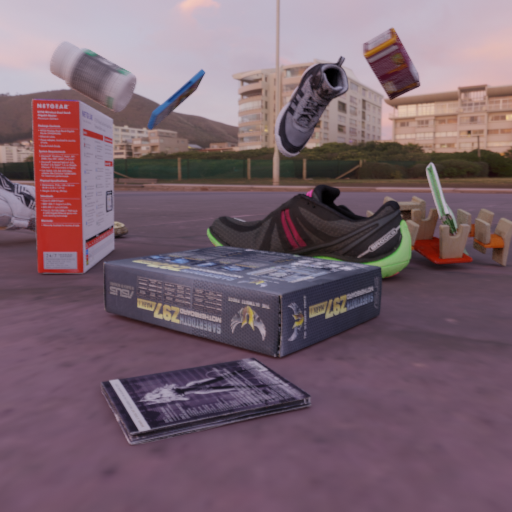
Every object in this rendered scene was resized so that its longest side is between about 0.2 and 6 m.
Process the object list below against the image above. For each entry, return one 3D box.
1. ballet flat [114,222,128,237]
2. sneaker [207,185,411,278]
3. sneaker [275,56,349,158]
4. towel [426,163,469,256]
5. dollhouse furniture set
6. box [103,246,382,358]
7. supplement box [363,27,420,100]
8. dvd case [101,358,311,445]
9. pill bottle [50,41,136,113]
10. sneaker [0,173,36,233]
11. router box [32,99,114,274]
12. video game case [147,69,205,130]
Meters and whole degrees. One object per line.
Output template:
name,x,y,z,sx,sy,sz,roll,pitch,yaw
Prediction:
ballet flat,-3.957,-0.736,13.749,2.128,0.493,0.717,7,10,38
sneaker,0.769,-0.429,8.638,3.208,1.344,1.231,3,9,22
sneaker,0.981,-2.652,9.791,0.708,1.875,1.067,27,-9,-17
towel,3.261,-0.722,9.536,0.183,1.193,1.564,-21,-38,22
dollhouse furniture set,2.890,-0.259,9.689,2.145,1.105,2.122,-2,20,-10
box,-0.148,0.351,5.864,2.346,0.598,1.850,7,10,37
supplement box,2.576,-3.624,10.632,0.625,1.133,0.485,-21,39,31
dvd case,-0.356,0.920,3.717,1.174,0.094,0.873,-4,9,-25
pill bottle,-2.147,-2.366,7.378,0.998,0.565,0.565,28,8,-3
sneaker,-5.701,-0.810,11.711,1.346,2.058,3.581,7,-24,37
router box,-3.008,-1.184,9.588,0.700,2.571,2.864,0,8,-5
video game case,-1.401,-2.711,9.760,1.178,0.105,0.843,-46,8,-15
